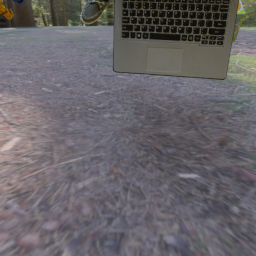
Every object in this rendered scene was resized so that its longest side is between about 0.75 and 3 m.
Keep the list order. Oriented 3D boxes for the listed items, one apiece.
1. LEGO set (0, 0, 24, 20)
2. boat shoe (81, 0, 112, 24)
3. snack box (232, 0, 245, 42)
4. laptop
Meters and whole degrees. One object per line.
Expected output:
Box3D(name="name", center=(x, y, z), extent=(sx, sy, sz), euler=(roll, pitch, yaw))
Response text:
Box3D(name="LEGO set", center=(-3.427, -3.590, 7.928), extent=(1.892, 0.721, 0.776), euler=(-26, -12, 4))
Box3D(name="boat shoe", center=(-0.449, -2.031, 4.473), extent=(0.864, 0.309, 0.258), euler=(-54, 9, -15))
Box3D(name="snack box", center=(1.286, -3.429, 7.531), extent=(2.949, 0.998, 2.487), euler=(-3, 61, 2))
Box3D(name="laptop", center=(0.886, -2.326, 5.525), extent=(2.705, 2.889, 1.674), euler=(6, 22, 9))
